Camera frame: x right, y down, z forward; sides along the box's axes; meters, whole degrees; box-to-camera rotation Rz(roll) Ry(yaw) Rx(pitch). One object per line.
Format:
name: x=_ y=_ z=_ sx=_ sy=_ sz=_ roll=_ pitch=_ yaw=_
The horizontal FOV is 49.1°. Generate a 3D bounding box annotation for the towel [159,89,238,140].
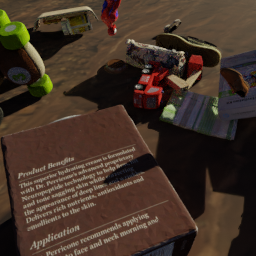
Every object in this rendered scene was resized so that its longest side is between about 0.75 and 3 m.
towel: x=2.291 y=-0.526 z=8.717 sx=2.238 sy=0.344 sz=1.670 roll=17 pitch=47 yaw=16

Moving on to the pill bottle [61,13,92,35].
pill bottle: x=-2.273 y=-4.555 z=12.365 sx=1.261 sy=0.720 sz=0.720 roll=-15 pitch=47 yaw=-3

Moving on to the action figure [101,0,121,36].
action figure: x=-0.472 y=-4.062 z=8.404 sx=0.641 sy=2.481 sz=0.812 roll=-13 pitch=29 yaw=-34

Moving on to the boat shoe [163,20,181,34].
boat shoe: x=2.065 y=-4.578 z=12.694 sx=1.058 sy=0.380 sz=0.315 roll=-34 pitch=60 yaw=-25

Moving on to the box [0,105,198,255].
box: x=-0.646 y=1.571 z=5.194 sx=2.415 sy=2.390 sz=2.911 roll=-16 pitch=48 yaw=-15

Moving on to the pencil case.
pencil case: x=0.978 y=-2.597 z=10.273 sx=2.313 sy=1.034 sz=0.900 roll=19 pitch=49 yaw=19

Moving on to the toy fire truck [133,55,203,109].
toy fire truck: x=1.414 y=-1.585 z=9.473 sx=1.924 sy=0.665 sz=2.729 roll=11 pitch=46 yaw=14

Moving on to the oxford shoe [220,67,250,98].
oxford shoe: x=1.928 y=-0.816 z=5.052 sx=0.755 sy=0.269 sz=0.269 roll=33 pitch=63 yaw=-23

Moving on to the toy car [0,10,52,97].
toy car: x=-4.279 y=-1.707 z=8.638 sx=2.907 sy=2.388 sz=2.294 roll=-40 pitch=57 yaw=-20

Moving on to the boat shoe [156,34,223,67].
boat shoe: x=2.360 y=-3.058 z=10.892 sx=2.643 sy=0.967 sz=0.856 roll=27 pitch=40 yaw=20

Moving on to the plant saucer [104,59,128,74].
plant saucer: x=-0.461 y=-2.395 z=10.680 sx=0.920 sy=0.168 sz=0.920 roll=0 pitch=45 yaw=0

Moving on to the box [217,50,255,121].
box: x=3.791 y=-1.413 z=8.471 sx=1.976 sy=0.522 sz=2.534 roll=-9 pitch=47 yaw=31

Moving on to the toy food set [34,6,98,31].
toy food set: x=-2.744 y=-4.747 z=12.414 sx=2.736 sy=0.826 sz=1.963 roll=-12 pitch=28 yaw=-5

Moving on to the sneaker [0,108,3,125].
sneaker: x=-4.676 y=0.222 z=7.671 sx=1.331 sy=0.767 sz=2.553 roll=13 pitch=50 yaw=7
